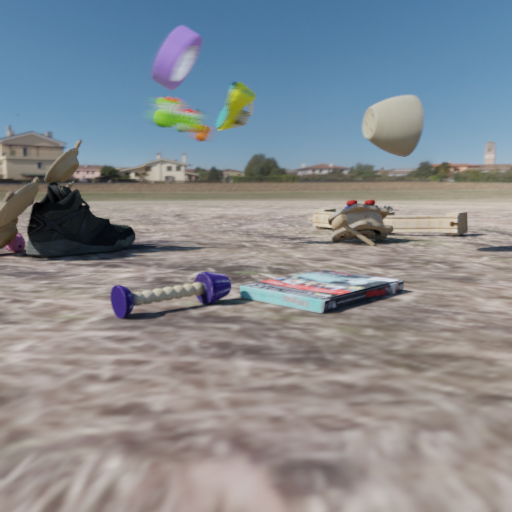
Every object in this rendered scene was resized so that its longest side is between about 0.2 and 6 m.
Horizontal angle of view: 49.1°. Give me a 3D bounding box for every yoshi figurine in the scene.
[{"bbox_3d":[-1.675,-2.844,12.051,1.277,0.718,0.715,33,51,-3],"label":"yoshi figurine"}]

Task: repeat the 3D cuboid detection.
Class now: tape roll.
[{"bbox_3d":[-1.650,-4.118,11.691,0.413,1.258,1.258,32,7,-2],"label":"tape roll"}]

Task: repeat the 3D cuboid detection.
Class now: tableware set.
[{"bbox_3d":[-4.454,-1.066,11.167,2.332,0.324,2.791,-44,6,40],"label":"tableware set"}]

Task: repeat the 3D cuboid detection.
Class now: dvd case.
[{"bbox_3d":[0.857,0.414,7.074,1.290,0.194,1.767,7,11,42],"label":"dvd case"}]

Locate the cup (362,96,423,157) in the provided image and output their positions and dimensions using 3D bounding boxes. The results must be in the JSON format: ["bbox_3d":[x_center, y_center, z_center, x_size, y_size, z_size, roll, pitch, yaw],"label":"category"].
[{"bbox_3d":[2.530,-2.505,10.699,0.827,1.156,1.156,1,7,-16],"label":"cup"}]

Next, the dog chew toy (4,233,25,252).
[{"bbox_3d":[-5.044,-0.270,11.728,0.436,0.436,0.701,-6,17,-38],"label":"dog chew toy"}]

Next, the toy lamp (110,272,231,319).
[{"bbox_3d":[-0.902,0.423,6.269,1.404,0.409,0.409,-9,11,-37],"label":"toy lamp"}]

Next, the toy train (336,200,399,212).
[{"bbox_3d":[3.565,-1.316,18.636,2.144,0.907,1.240,-4,-5,-30],"label":"toy train"}]

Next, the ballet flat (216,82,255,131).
[{"bbox_3d":[-0.460,-3.345,13.028,0.666,0.663,1.986,20,-16,-9],"label":"ballet flat"}]

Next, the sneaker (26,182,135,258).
[{"bbox_3d":[-3.513,-0.765,11.565,0.968,1.450,2.531,8,9,39],"label":"sneaker"}]

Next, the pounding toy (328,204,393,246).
[{"bbox_3d":[2.413,-0.529,13.421,1.934,1.109,1.106,6,-25,-33],"label":"pounding toy"}]

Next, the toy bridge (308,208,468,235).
[{"bbox_3d":[3.548,-0.994,16.413,4.764,0.648,1.601,5,10,38],"label":"toy bridge"}]
